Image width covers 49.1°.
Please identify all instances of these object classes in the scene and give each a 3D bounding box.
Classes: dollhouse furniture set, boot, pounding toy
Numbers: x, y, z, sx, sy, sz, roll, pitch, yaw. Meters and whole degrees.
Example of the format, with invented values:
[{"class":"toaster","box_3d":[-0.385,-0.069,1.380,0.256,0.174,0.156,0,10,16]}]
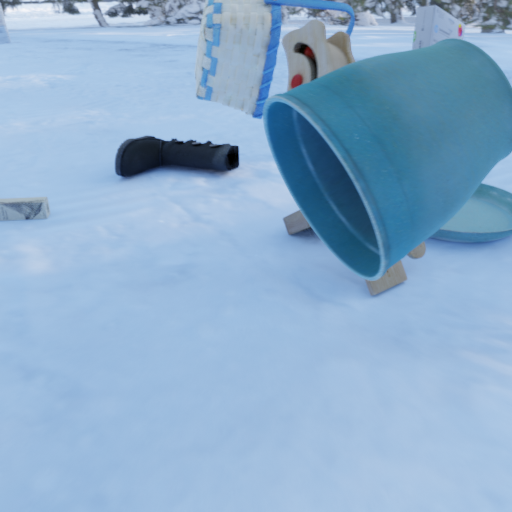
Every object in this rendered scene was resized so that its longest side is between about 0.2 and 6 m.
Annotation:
[{"class":"dollhouse furniture set","box_3d":[1.724,-0.271,9.627,1.952,1.672,2.053,-19,-1,-33]},{"class":"boot","box_3d":[-1.780,-2.245,13.052,2.433,0.799,2.005,12,31,12]},{"class":"pounding toy","box_3d":[1.015,-2.113,7.700,1.161,2.024,1.157,7,-25,-36]}]

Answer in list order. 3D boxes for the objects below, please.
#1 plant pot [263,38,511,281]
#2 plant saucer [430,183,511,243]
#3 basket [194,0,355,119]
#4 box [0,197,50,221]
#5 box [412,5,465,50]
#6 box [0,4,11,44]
[{"class":"plant pot","box_3d":[1.244,-0.993,4.965,1.699,1.808,1.808,-32,35,-7]},{"class":"plant saucer","box_3d":[3.795,-0.887,10.794,2.743,0.376,2.743,0,28,0]},{"class":"basket","box_3d":[0.245,-3.616,9.970,2.564,2.260,1.783,10,52,-8]},{"class":"box","box_3d":[-4.508,-0.910,10.832,0.932,0.383,0.319,-5,28,-6]},{"class":"box","box_3d":[2.750,-2.855,8.595,0.325,1.578,1.230,14,14,38]},{"class":"box","box_3d":[-3.384,-3.404,6.982,0.234,1.290,0.931,-14,12,-17]}]
